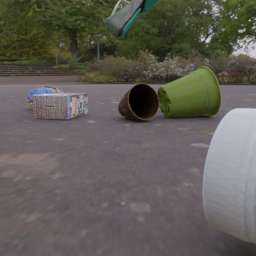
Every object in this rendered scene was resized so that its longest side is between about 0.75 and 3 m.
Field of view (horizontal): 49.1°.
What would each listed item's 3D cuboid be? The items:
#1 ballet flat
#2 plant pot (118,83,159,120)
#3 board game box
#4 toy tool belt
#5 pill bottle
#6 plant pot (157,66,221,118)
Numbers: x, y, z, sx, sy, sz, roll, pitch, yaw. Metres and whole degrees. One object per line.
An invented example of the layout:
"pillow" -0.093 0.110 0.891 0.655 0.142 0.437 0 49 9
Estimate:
"ballet flat" 0.204 -3.604 8.102 0.748 2.350 0.792 40 -17 2
"plant pot" 0.207 -0.753 9.361 1.177 1.177 1.259 -6 -5 -30
"board game box" -2.370 -0.823 10.073 1.322 0.803 1.658 3 10 15
"toy tool belt" -3.651 -1.263 11.755 1.773 1.107 1.089 3 2 18
"pill bottle" 1.757 0.488 1.527 2.462 1.366 1.366 9 14 41
"plant pot" 2.013 -1.089 9.831 1.721 1.813 1.813 -16 14 -14
